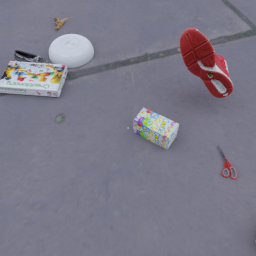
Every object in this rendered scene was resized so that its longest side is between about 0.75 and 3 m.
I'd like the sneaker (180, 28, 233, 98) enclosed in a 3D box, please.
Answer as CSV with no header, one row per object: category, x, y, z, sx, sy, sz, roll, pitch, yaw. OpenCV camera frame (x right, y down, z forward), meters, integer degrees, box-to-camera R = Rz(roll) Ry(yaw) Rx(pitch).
sneaker,2.412,-2.162,8.778,0.949,2.423,1.399,-24,26,27

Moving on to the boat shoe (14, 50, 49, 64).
boat shoe,-3.728,-2.674,10.742,1.419,0.404,0.474,12,40,9

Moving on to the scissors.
scissors,2.913,0.964,8.251,0.440,0.084,1.204,1,52,4

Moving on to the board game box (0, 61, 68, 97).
board game box,-3.409,-1.783,10.115,2.162,0.374,1.365,4,53,3

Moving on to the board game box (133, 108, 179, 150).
board game box,0.843,0.005,8.610,1.236,0.636,0.648,27,58,19

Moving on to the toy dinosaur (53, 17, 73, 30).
toy dinosaur,-2.989,-4.695,12.442,0.563,0.320,1.059,35,63,-4

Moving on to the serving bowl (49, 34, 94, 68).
serving bowl,-2.262,-3.161,11.042,1.787,0.588,1.787,0,53,0
